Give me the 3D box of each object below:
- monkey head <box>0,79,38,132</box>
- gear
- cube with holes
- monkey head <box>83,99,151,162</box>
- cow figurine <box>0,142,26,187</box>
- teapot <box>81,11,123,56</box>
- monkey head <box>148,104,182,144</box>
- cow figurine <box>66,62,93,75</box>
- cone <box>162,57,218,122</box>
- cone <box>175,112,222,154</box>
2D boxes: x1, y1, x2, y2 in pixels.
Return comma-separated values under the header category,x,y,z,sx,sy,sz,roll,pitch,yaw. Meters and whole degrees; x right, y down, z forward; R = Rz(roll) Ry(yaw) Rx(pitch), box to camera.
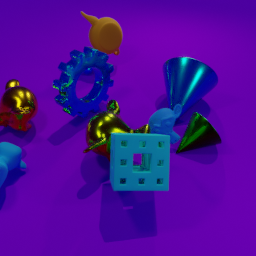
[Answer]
category,x,y,z,sx,sy,sz,roll,pitch,yaw
monkey head,-3.078,-0.542,7.341,1.361,1.140,1.892,-4,35,-28
gear,-1.154,-1.219,7.661,0.351,1.898,1.898,28,49,32
cube with holes,0.192,0.632,5.588,1.019,1.019,1.019,2,0,-7
monkey head,-0.277,0.070,6.524,1.398,1.171,1.944,-26,27,32
cow figurine,-2.843,0.970,5.989,0.776,1.392,1.414,20,76,5
teapot,-0.867,-3.198,9.594,1.211,1.948,0.954,-51,40,-8
monkey head,0.965,-0.048,7.175,1.199,0.863,0.723,-38,14,20
cow figurine,-1.667,-2.061,9.635,0.922,0.937,0.514,-63,21,-7
cone,1.512,-0.828,8.015,1.674,1.674,1.680,17,72,18
cone,1.590,0.317,7.028,1.033,1.029,1.029,-39,49,-2
